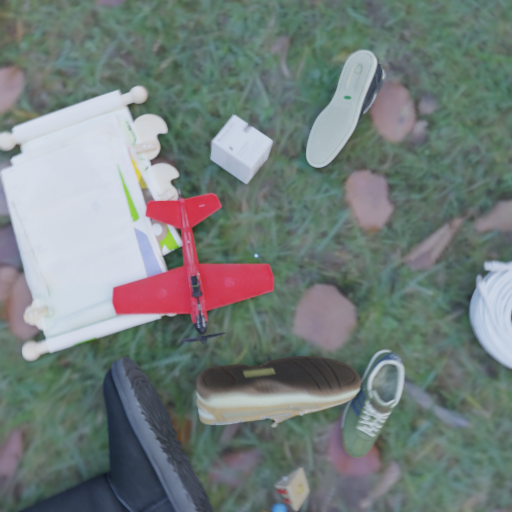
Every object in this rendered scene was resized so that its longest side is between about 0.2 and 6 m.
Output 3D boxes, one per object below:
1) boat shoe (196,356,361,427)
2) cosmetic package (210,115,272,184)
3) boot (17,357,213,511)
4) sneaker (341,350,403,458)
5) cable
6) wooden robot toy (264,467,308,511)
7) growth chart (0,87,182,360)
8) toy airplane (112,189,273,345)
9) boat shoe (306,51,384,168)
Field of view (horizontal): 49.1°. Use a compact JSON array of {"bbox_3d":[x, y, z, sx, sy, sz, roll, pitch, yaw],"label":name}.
[{"bbox_3d":[0.366,2.343,9.333,2.725,0.977,1.038,0,116,-7],"label":"boat shoe"},{"bbox_3d":[-0.274,-1.855,9.822,0.827,0.682,0.682,34,72,4],"label":"cosmetic package"},{"bbox_3d":[-3.035,3.846,8.995,3.777,1.240,3.113,-28,82,1],"label":"boot"},{"bbox_3d":[1.929,2.460,9.256,0.635,0.850,1.893,23,84,3],"label":"sneaker"},{"bbox_3d":[4.621,1.023,9.544,1.879,0.651,1.880,-2,84,-2],"label":"cable"},{"bbox_3d":[0.232,4.831,9.076,1.278,1.241,2.817,-5,82,35],"label":"wooden robot toy"},{"bbox_3d":[-2.862,-0.679,9.879,3.218,0.394,4.448,-12,83,-2],"label":"growth chart"},{"bbox_3d":[-1.079,0.096,9.606,2.853,0.525,2.853,2,76,-8],"label":"toy airplane"},{"bbox_3d":[1.618,-2.480,9.914,0.768,0.723,2.140,30,95,32],"label":"boat shoe"}]
